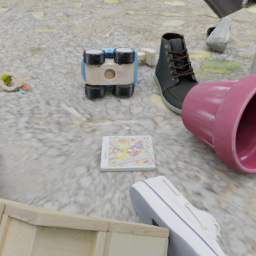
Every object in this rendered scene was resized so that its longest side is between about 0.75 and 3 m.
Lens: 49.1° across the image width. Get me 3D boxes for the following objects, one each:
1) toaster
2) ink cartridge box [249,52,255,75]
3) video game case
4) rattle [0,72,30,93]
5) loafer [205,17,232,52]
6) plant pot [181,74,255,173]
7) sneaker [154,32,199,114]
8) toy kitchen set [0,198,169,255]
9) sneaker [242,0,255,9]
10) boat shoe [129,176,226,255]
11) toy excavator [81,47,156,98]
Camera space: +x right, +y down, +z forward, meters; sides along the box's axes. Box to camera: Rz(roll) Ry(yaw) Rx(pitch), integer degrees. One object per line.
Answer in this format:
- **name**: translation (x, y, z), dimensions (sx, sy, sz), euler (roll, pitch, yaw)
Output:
- **toaster**: translation (3.091, -4.203, 8.099), dimensions (1.532, 1.005, 1.695), euler (-15, 46, 50)
- **ink cartridge box**: translation (4.702, -1.671, 8.600), dimensions (1.156, 1.135, 1.570), euler (-5, 38, -6)
- **video game case**: translation (-0.012, 0.568, 6.535), dimensions (1.206, 0.138, 1.098), euler (-1, 38, -1)
- **rattle**: translation (-3.587, -1.372, 9.041), dimensions (0.966, 0.690, 0.629), euler (14, 70, -6)
- **loafer**: translation (3.853, -4.116, 11.964), dimensions (0.919, 0.921, 2.633), euler (17, 41, 9)
- **plant pot**: translation (2.285, -0.248, 6.284), dimensions (2.033, 2.033, 1.820), euler (-23, 27, -27)
- **sneaker**: translation (1.481, -1.648, 8.217), dimensions (1.109, 1.575, 2.965), euler (-10, 39, -13)
- **toy kitchen set**: translation (-1.142, 2.197, 4.024), dimensions (2.440, 2.202, 1.991), euler (-8, 67, 47)
- **sneaker**: translation (3.403, -2.820, 5.947), dimensions (1.902, 0.727, 0.766), euler (32, 90, 48)
- **boat shoe**: translation (1.032, 1.657, 4.456), dimensions (0.857, 0.964, 2.622), euler (-21, 46, -25)
- **toy excavator**: translation (-0.203, -2.162, 9.284), dimensions (2.650, 1.361, 2.725), euler (-3, 29, -6)
